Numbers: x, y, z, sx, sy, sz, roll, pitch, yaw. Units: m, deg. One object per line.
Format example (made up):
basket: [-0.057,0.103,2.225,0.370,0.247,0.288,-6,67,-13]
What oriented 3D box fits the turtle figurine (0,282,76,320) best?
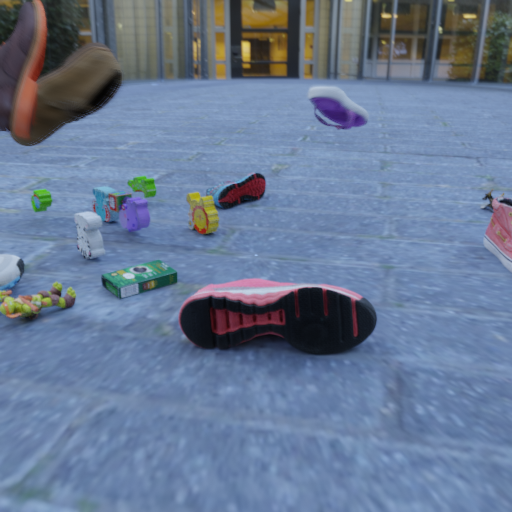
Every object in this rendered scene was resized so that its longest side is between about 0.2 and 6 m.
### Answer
turtle figurine: [-2.884,0.626,7.296,1.247,0.402,1.006,1,9,38]

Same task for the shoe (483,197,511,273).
shoe: [4.296,-0.312,9.001,0.699,0.890,1.956,-2,22,-4]

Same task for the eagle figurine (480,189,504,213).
eagle figurine: [5.110,-1.086,11.718,0.543,0.540,0.716,-44,70,-5]

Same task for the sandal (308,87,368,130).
sandal: [1.522,-2.727,10.868,0.887,0.536,2.181,9,0,30]

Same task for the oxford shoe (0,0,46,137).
oxford shoe: [-3.341,-2.681,7.640,0.782,2.155,0.767,9,-26,-20]

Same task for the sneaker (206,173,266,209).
sneaker: [-0.457,-1.518,12.427,0.758,0.629,1.587,17,27,41]

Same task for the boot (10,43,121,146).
boot: [-3.351,-2.676,9.834,0.890,2.359,0.868,53,8,30]

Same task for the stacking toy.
stacking toy: [-2.616,-0.858,10.745,2.462,0.767,3.266,-14,24,-36]

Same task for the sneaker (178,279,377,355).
sneaker: [0.276,0.571,6.836,2.328,0.858,1.010,2,21,5]

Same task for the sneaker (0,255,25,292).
sneaker: [-4.763,0.048,7.611,2.969,1.287,1.113,-3,21,-11]

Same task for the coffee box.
coffee box: [-1.713,0.338,8.287,0.970,0.213,0.596,-17,28,-35]
